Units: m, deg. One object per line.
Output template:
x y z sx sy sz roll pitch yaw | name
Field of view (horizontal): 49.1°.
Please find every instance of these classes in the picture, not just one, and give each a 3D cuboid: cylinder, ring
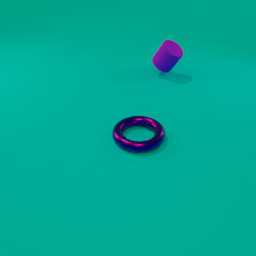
1.334 -2.421 9.468 0.790 0.790 0.790 15 52 -21 | cylinder
0.263 0.118 6.894 1.309 0.262 1.309 -1 37 1 | ring
